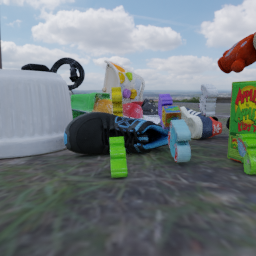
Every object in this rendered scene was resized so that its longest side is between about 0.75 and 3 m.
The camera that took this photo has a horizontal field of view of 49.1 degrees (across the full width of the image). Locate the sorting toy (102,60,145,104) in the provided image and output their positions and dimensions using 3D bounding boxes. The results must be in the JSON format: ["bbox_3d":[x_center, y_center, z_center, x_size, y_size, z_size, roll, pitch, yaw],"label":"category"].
[{"bbox_3d":[-0.078,-1.765,13.868,1.452,2.717,2.446,17,13,39],"label":"sorting toy"}]

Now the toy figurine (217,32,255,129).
[{"bbox_3d":[3.495,-0.956,6.149,2.553,2.513,1.776,-1,-7,-19],"label":"toy figurine"}]

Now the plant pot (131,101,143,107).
[{"bbox_3d":[0.559,-0.862,13.149,0.824,0.750,0.824,-1,-1,0],"label":"plant pot"}]

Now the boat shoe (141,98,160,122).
[{"bbox_3d":[0.666,-0.741,11.381,2.837,0.940,0.992,0,6,-1],"label":"boat shoe"}]

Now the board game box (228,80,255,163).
[{"bbox_3d":[2.222,0.003,3.373,0.574,1.224,2.409,0,6,-18],"label":"board game box"}]

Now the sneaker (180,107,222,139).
[{"bbox_3d":[1.830,-0.128,7.236,0.799,0.709,1.891,-1,16,-4],"label":"sneaker"}]

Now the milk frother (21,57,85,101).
[{"bbox_3d":[-2.726,-1.472,11.224,2.696,2.433,2.536,0,7,8],"label":"milk frother"}]

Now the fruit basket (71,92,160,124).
[{"bbox_3d":[-0.363,-0.311,8.214,2.540,1.191,2.353,17,9,7],"label":"fruit basket"}]

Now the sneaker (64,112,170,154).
[{"bbox_3d":[-0.113,0.086,4.898,2.001,0.733,0.820,-5,8,-35],"label":"sneaker"}]

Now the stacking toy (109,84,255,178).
[{"bbox_3d":[0.711,-0.009,4.580,1.992,0.621,2.642,-3,29,-2],"label":"stacking toy"}]

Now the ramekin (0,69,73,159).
[{"bbox_3d":[-2.460,-0.367,5.681,2.785,1.462,2.785,0,6,0],"label":"ramekin"}]
